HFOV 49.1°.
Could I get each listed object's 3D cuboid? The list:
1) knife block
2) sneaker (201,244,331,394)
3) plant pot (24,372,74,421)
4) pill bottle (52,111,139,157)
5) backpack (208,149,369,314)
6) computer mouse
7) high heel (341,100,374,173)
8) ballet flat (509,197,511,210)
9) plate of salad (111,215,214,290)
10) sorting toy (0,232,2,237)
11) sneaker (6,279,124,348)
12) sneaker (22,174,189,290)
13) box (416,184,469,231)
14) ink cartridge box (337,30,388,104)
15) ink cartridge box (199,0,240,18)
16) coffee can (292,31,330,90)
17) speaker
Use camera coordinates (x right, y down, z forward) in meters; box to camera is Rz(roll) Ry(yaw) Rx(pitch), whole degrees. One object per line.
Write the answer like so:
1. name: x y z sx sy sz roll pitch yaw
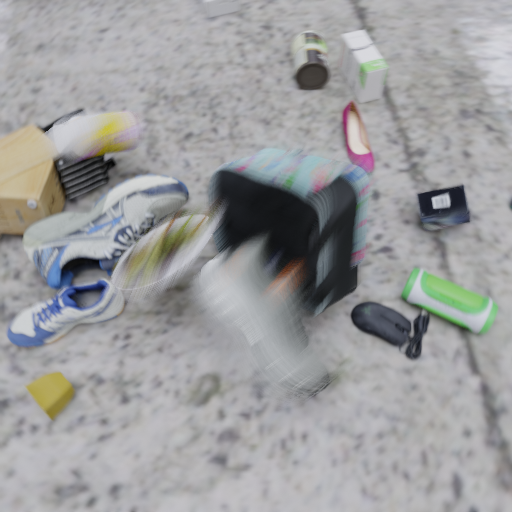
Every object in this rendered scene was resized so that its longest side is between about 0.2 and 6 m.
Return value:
1. knife block: -4.558 -1.826 11.071 3.301 1.056 2.897 3 51 -1
2. sneaker: 0.327 0.983 8.356 1.050 0.979 2.648 -34 103 20
3. plant pot: -3.340 2.242 9.202 0.564 0.560 0.577 40 62 20
4. pill bottle: -2.969 -2.239 10.376 1.433 0.747 0.747 -15 60 -28
5. backpack: 0.515 -0.598 9.593 2.735 2.428 2.059 19 36 35
6. computer mouse: 2.358 1.168 9.892 1.366 0.360 0.946 21 64 11
7. high heel: 2.162 -2.495 11.731 0.522 0.743 1.549 -8 61 -4
8. ballet flat: 5.749 -0.699 10.802 0.652 0.652 1.786 -35 66 -18
9. plate of salad: -1.509 -0.149 8.754 1.825 0.438 1.825 -21 30 13
10. sorting toy: -5.887 -0.048 10.432 1.794 0.434 3.187 9 47 -1
11. sneaker: -3.387 0.896 9.737 2.063 0.909 0.777 -22 64 -11
12. sneaker: -2.590 -0.335 10.377 3.172 1.222 1.351 -27 67 -4
13. box: 3.538 -0.886 10.569 0.861 0.854 0.531 -11 73 20
14. ink cartridge box: 2.368 -4.264 12.610 0.545 0.944 1.298 -16 62 -9
15. ink cartridge box: -1.008 -6.698 14.225 0.888 0.515 1.226 -17 62 -9
16. coffee can: 1.235 -4.471 12.809 0.793 0.793 1.084 -2 60 -1
17. speaker: 3.407 0.794 9.931 1.550 0.685 0.685 25 64 13
